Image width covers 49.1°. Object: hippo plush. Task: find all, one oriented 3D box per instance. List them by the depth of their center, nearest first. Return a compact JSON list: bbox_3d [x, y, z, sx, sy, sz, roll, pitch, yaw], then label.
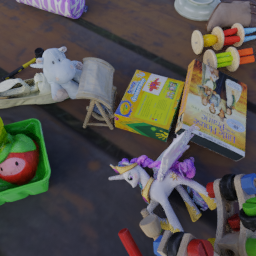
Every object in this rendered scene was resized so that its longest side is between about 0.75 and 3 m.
[{"bbox_3d":[-1.664,-1.583,7.226,1.240,1.252,1.557,-31,80,-19],"label":"hippo plush"}]

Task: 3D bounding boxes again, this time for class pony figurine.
[{"bbox_3d":[0.903,1.078,6.085,2.043,1.762,2.116,-40,79,-14],"label":"pony figurine"}]

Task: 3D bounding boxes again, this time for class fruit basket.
[{"bbox_3d":[-2.984,0.518,5.778,2.641,2.641,1.905,-16,57,-11],"label":"fruit basket"}]

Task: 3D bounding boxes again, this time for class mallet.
[{"bbox_3d":[-3.203,-1.897,8.814,1.552,0.511,0.319,-41,63,-8],"label":"mallet"}]

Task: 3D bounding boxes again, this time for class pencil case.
[{"bbox_3d":[-2.902,-4.906,10.272,2.750,1.175,1.154,20,14,12],"label":"pencil case"}]

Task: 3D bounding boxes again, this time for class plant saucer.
[{"bbox_3d":[2.733,-4.826,10.694,1.871,0.469,1.871,0,55,0],"label":"plant saucer"}]

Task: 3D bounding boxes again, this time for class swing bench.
[{"bbox_3d":[-0.777,-0.897,7.408,0.892,1.374,1.367,2,55,1],"label":"swing bench"}]

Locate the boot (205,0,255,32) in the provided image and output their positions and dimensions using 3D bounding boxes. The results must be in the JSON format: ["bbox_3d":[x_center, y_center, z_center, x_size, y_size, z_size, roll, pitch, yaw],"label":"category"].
[{"bbox_3d":[3.882,-3.817,9.808,1.664,0.799,2.275,28,60,16],"label":"boot"}]

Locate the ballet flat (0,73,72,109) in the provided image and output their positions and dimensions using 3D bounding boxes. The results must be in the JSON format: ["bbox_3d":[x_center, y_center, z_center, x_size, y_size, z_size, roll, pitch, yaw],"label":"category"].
[{"bbox_3d":[-2.715,-1.098,7.872,2.592,0.900,0.900,-13,56,-9],"label":"ballet flat"}]

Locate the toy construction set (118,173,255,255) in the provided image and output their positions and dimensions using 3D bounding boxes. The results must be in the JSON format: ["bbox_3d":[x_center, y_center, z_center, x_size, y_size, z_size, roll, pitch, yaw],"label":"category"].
[{"bbox_3d":[1.506,2.348,4.954,2.830,2.360,2.174,-25,95,26],"label":"toy construction set"}]

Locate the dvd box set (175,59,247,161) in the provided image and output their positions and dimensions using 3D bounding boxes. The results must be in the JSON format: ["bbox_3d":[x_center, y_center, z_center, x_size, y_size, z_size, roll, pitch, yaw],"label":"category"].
[{"bbox_3d":[2.289,-0.553,7.429,1.812,0.364,2.477,24,56,-8],"label":"dvd box set"}]

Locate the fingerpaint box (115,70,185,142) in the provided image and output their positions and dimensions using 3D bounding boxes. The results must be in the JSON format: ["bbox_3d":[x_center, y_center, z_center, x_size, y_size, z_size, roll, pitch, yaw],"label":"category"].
[{"bbox_3d":[0.613,-0.642,7.674,1.458,0.641,1.748,16,56,10],"label":"fingerpaint box"}]

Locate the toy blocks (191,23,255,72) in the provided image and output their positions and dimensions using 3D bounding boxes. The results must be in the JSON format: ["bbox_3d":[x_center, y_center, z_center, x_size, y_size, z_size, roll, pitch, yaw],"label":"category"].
[{"bbox_3d":[3.355,-2.588,8.947,2.140,0.777,1.784,-12,56,-8],"label":"toy blocks"}]
